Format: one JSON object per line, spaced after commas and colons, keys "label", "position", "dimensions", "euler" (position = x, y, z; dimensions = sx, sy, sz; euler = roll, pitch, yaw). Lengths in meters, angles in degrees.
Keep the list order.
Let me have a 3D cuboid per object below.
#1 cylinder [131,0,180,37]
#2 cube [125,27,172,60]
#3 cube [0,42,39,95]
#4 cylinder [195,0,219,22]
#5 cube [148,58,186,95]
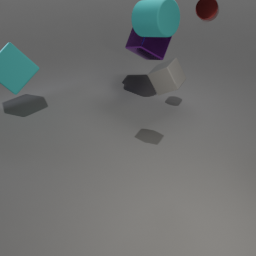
{"label": "cylinder", "position": [1.096, -4.334, 11.076], "dimensions": [1.400, 1.400, 1.400], "euler": [-27, 32, -37]}
{"label": "cube", "position": [0.972, -4.091, 13.032], "dimensions": [1.400, 1.400, 1.400], "euler": [20, 2, -33]}
{"label": "cube", "position": [-4.555, -2.358, 11.022], "dimensions": [1.400, 1.400, 1.400], "euler": [-50, 28, -4]}
{"label": "cylinder", "position": [2.630, -3.922, 9.264], "dimensions": [0.700, 0.700, 0.700], "euler": [11, 18, 18]}
{"label": "cube", "position": [1.114, -1.458, 7.951], "dimensions": [0.700, 0.700, 0.700], "euler": [-13, 26, 41]}
